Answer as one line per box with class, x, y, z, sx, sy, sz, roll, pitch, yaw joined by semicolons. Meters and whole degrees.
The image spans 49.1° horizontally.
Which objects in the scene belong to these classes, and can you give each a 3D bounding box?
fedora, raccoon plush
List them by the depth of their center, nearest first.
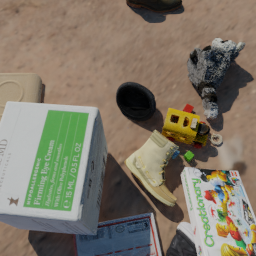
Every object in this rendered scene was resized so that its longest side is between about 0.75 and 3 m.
fedora;0.295;-0.794;7.793;1.245;1.245;0.569;36;39;13
raccoon plush;2.674;-1.492;8.152;1.555;1.123;2.321;-9;96;-17

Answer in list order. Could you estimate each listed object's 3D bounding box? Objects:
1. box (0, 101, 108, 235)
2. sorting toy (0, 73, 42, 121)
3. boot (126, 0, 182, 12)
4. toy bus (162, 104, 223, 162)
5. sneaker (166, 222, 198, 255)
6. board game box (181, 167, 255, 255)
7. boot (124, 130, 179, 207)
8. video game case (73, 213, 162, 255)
box;-1.613;0.974;6.146;1.986;2.319;2.307;4;63;4
sorting toy;-3.850;-0.405;7.822;2.665;0.486;2.467;1;69;-4
boot;0.864;-4.331;9.029;1.889;0.916;0.706;3;69;1
toy bus;1.637;-0.003;7.444;1.522;0.787;1.436;-28;71;-10
sneaker;1.796;3.401;6.099;2.536;0.957;1.443;39;74;20
board game box;2.113;1.957;6.347;1.440;0.395;2.281;5;46;-9
boot;0.877;0.984;7.001;1.283;0.601;1.650;-47;69;6
video game case;-0.113;3.538;6.391;1.996;0.244;2.791;-10;69;-4
